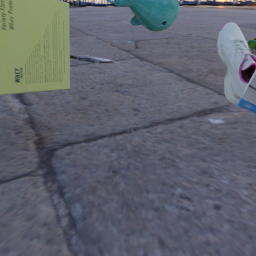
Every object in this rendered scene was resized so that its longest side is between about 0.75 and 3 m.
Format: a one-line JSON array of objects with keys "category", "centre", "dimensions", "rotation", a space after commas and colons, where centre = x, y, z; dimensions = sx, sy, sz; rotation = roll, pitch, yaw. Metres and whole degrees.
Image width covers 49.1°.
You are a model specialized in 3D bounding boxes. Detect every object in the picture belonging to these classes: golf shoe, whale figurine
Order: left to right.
[{"category": "whale figurine", "centre": [0.735, -4.174, 9.715], "dimensions": [2.422, 1.926, 1.256], "rotation": [1, 61, -41]}, {"category": "golf shoe", "centre": [2.864, -1.730, 7.038], "dimensions": [0.832, 2.209, 1.011], "rotation": [-5, -10, -12]}]

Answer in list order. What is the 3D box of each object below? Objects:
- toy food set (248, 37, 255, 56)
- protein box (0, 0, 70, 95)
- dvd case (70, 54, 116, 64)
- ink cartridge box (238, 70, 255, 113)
[{"category": "toy food set", "centre": [4.240, -2.291, 8.693], "dimensions": [0.298, 1.224, 1.211], "rotation": [-42, 46, -7]}, {"category": "protein box", "centre": [-3.031, -2.240, 7.525], "dimensions": [1.659, 2.442, 2.459], "rotation": [11, 17, 32]}, {"category": "dvd case", "centre": [-1.253, -2.356, 9.560], "dimensions": [1.216, 0.131, 1.636], "rotation": [14, 15, 14]}, {"category": "ink cartridge box", "centre": [2.334, -0.676, 4.303], "dimensions": [0.828, 1.428, 0.484], "rotation": [27, 73, 16]}]
